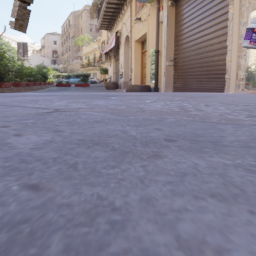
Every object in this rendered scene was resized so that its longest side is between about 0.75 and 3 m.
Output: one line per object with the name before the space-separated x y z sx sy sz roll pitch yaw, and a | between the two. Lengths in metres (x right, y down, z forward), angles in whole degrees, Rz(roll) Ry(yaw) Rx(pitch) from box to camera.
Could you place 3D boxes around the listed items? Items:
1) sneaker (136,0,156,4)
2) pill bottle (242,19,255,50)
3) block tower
sneaker | -0.040 -3.200 4.560 2.384 0.888 1.009 34 -24 -31
pill bottle | 3.525 -2.642 7.886 0.431 0.774 0.431 11 12 -2
block tower | -2.863 -3.383 7.641 0.427 1.479 0.399 7 16 -47
